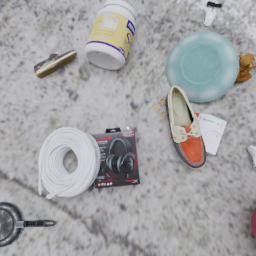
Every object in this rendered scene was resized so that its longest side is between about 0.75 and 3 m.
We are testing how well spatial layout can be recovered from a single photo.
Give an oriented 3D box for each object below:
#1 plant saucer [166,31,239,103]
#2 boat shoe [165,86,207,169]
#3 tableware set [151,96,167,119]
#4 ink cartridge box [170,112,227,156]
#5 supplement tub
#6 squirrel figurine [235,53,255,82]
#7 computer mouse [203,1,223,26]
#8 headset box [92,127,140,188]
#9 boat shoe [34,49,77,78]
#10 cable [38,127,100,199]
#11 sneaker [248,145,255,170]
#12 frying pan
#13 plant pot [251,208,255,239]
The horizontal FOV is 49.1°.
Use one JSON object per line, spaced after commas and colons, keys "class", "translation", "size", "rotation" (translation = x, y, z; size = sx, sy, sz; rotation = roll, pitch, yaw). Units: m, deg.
{"class": "plant saucer", "translation": [2.606, -2.238, 10.065], "size": [2.614, 0.503, 2.614], "rotation": [0, 90, 20]}
{"class": "boat shoe", "translation": [1.969, -0.047, 9.616], "size": [1.045, 0.918, 2.935], "rotation": [-14, 70, 2]}
{"class": "tableware set", "translation": [1.319, -0.757, 10.419], "size": [0.676, 0.094, 0.809], "rotation": [-43, 80, -9]}
{"class": "ink cartridge box", "translation": [2.538, 0.089, 10.070], "size": [1.646, 0.470, 1.338], "rotation": [23, 78, 1]}
{"class": "supplement tub", "translation": [-0.585, -3.404, 10.316], "size": [1.543, 1.543, 2.122], "rotation": [16, 77, 4]}
{"class": "squirrel figurine", "translation": [4.026, -2.142, 10.184], "size": [1.282, 1.197, 0.907], "rotation": [-32, 78, -7]}
{"class": "computer mouse", "translation": [3.368, -4.614, 11.277], "size": [0.621, 0.248, 1.132], "rotation": [19, 77, 3]}
{"class": "headset box", "translation": [-0.425, 0.993, 9.641], "size": [1.502, 0.780, 2.019], "rotation": [-5, 78, -1]}
{"class": "boat shoe", "translation": [-2.775, -2.542, 10.593], "size": [1.737, 0.625, 0.563], "rotation": [-32, 83, -1]}
{"class": "cable", "translation": [-1.929, 1.111, 9.196], "size": [2.261, 0.783, 2.261], "rotation": [-13, 75, 23]}
{"class": "sneaker", "translation": [4.569, 1.215, 9.742], "size": [0.461, 0.475, 1.302], "rotation": [-34, 79, -11]}
{"class": "frying pan", "translation": [-3.800, 3.387, 9.304], "size": [2.430, 0.396, 1.470], "rotation": [20, 78, 8]}
{"class": "plant pot", "translation": [5.003, 3.001, 8.292], "size": [2.724, 2.438, 2.724], "rotation": [0, 77, 1]}
